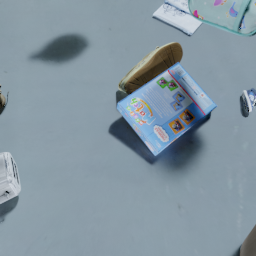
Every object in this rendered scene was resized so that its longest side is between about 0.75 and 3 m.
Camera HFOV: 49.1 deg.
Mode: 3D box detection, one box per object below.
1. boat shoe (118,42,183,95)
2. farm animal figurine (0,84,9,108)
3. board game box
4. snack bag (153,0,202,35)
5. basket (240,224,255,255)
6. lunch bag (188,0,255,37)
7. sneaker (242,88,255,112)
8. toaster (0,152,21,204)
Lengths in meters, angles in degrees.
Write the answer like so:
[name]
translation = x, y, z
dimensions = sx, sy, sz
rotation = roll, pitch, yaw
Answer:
[boat shoe]
translation = 0.661, -1.804, 8.231
dimensions = 2.260, 0.828, 0.708
rotation = -37, 31, -17
[farm animal figurine]
translation = -4.353, -0.932, 7.773
dimensions = 1.661, 0.835, 1.341
rotation = 31, 36, 19
[board game box]
translation = 1.067, -0.572, 7.617
dimensions = 2.215, 0.405, 1.676
rotation = -35, 80, -19
[snack bag]
translation = 1.981, -4.200, 9.954
dimensions = 1.711, 0.194, 1.815
rotation = 34, 66, 17
[basket]
translation = 3.262, 1.918, 4.791
dimensions = 2.015, 2.963, 2.672
rotation = 30, 52, 22
[lunch bag]
translation = 2.463, -3.321, 5.722
dimensions = 0.993, 2.576, 2.066
rotation = -21, 47, -37
[sneaker]
translation = 3.618, -0.797, 7.989
dimensions = 0.552, 0.304, 0.754
rotation = -2, 56, 3
[toaster]
translation = -3.106, 1.162, 6.579
dimensions = 0.907, 0.798, 1.404
rotation = -19, 44, -15
